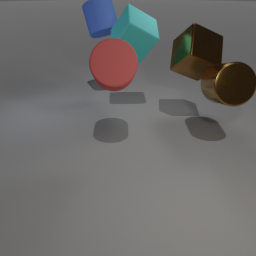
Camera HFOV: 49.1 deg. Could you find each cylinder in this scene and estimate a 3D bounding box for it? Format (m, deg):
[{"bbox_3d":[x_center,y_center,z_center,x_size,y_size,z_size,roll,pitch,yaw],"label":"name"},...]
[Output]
[{"bbox_3d":[-0.440,-1.890,8.647,1.400,1.400,1.400,-1,3,-3],"label":"cylinder"},{"bbox_3d":[-1.235,-5.017,12.781,1.400,1.400,1.400,-15,6,2],"label":"cylinder"},{"bbox_3d":[3.339,-1.486,9.449,1.400,1.400,1.400,-2,10,-3],"label":"cylinder"}]

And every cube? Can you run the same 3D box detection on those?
[{"bbox_3d":[2.619,-2.864,10.765,1.400,1.400,1.400,16,-18,-21],"label":"cube"},{"bbox_3d":[0.249,-3.774,11.295,1.400,1.400,1.400,20,47,-26],"label":"cube"}]
